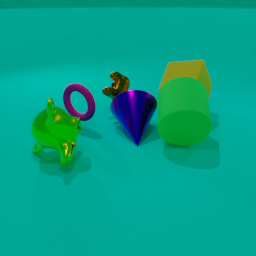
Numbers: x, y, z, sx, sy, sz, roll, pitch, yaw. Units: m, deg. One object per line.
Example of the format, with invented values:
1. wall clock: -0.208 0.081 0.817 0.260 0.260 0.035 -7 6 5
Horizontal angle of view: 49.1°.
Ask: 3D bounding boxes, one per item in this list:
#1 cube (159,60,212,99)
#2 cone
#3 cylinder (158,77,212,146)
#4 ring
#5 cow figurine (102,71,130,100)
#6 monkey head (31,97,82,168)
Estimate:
1. cube: 1.946 -1.360 9.356 1.248 1.248 1.248 4 59 33
2. cone: 0.223 -0.080 8.109 1.448 1.448 1.454 -2 52 -4
3. cylinder: 1.505 -0.448 7.624 1.374 1.374 1.374 2 48 5
4. ring: -1.489 -0.767 8.491 1.208 1.208 0.242 15 31 28
5. cow figurine: -0.198 -1.106 9.434 1.307 1.328 0.729 27 -8 -19
6. monkey head: -1.797 0.211 6.805 1.178 1.955 1.406 18 45 -17
